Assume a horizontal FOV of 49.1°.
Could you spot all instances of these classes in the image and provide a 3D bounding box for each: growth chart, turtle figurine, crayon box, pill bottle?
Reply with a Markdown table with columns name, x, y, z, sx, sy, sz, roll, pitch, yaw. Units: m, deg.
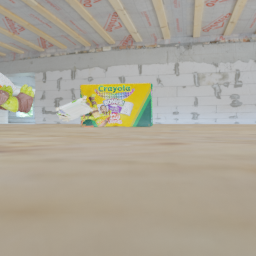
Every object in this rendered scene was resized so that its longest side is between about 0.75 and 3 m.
| name | x | y | z | sx | sy | sz | roll | pitch | yaw |
| --- | --- | --- | --- | --- | --- | --- | --- | --- | --- |
| growth chart | -1.628 | -0.520 | 8.500 | 1.086 | 0.133 | 1.501 | -20 | -12 | -1 |
| turtle figurine | -2.536 | -0.477 | 4.482 | 2.429 | 0.782 | 1.959 | -10 | -3 | 33 |
| crayon box | -0.408 | -0.854 | 10.556 | 2.686 | 1.595 | 0.783 | 0 | 4 | 9 |
| pill bottle | -3.727 | -0.777 | 7.366 | 0.782 | 1.427 | 0.782 | 44 | 3 | -3 |
| turtle figurine | -1.076 | -0.560 | 9.335 | 1.397 | 1.127 | 0.450 | -18 | -13 | -27 |
